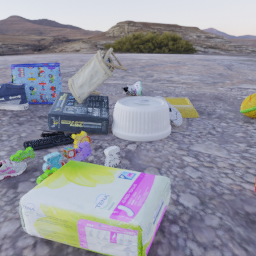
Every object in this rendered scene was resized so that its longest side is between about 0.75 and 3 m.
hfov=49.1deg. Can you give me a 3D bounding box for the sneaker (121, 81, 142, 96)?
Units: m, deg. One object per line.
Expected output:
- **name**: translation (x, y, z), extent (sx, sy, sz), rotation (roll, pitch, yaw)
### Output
- **sneaker**: translation (0.203, -2.556, 17.925), extent (1.312, 0.729, 1.876), rotation (1, 19, 0)

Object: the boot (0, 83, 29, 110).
- **boot**: translation (-6.648, -1.699, 14.517), extent (2.968, 1.341, 1.080), rotation (1, 19, 3)

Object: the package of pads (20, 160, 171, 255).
- **package of pads**: translation (-0.608, 1.577, 5.815), extent (2.621, 0.894, 2.025), rotation (6, 19, 20)

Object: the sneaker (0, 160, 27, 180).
- **sneaker**: translation (-3.343, 1.105, 7.809), extent (1.047, 0.462, 0.426), rotation (-18, 26, -41)

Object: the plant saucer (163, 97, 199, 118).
- **plant saucer**: translation (2.244, -1.094, 14.009), extent (2.289, 0.555, 2.289), rotation (0, 19, 2)

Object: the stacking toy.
- **stacking toy**: translation (-1.793, 0.901, 8.317), extent (2.687, 0.631, 2.026), rotation (-18, 24, -37)

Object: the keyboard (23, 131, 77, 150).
- **keyboard**: translation (-2.783, 0.347, 10.133), extent (1.983, 0.393, 1.032), rotation (-10, 21, -29)

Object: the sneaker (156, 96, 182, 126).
- **sneaker**: translation (1.665, -0.584, 12.344), extent (0.626, 0.958, 1.666), rotation (-34, 71, -26)

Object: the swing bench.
- **swing bench**: translation (-1.362, -2.262, 11.912), extent (1.968, 1.284, 1.979), rotation (-36, 3, 26)

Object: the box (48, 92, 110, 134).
- **box**: translation (-1.994, -0.715, 11.965), extent (2.350, 0.760, 2.980), rotation (5, 22, -8)

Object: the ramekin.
- **ramekin**: translation (0.525, -0.458, 11.107), extent (2.384, 1.251, 2.384), rotation (0, 19, 0)

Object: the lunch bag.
- **lunch bag**: translation (-5.107, -2.429, 15.409), extent (2.838, 2.137, 1.335), rotation (-4, 19, -12)

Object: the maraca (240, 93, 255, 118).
- **maraca**: translation (5.976, -1.061, 12.652), extent (1.410, 1.100, 2.056), rotation (-28, 2, -17)
